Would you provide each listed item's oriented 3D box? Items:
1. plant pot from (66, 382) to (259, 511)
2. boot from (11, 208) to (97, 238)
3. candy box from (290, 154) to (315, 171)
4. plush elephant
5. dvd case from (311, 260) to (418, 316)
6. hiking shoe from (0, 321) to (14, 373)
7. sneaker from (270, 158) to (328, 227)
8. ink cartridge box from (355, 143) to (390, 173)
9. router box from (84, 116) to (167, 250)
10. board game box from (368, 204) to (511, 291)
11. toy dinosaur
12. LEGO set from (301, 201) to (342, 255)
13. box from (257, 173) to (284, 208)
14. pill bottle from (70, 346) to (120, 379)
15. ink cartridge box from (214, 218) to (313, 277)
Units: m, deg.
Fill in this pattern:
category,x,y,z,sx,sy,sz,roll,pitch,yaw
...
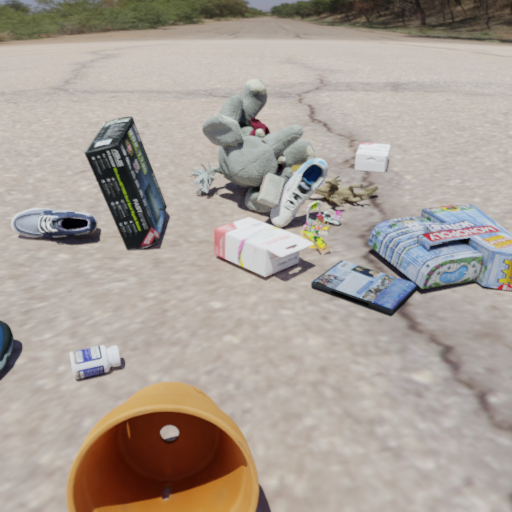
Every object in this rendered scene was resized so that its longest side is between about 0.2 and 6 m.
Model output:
category,x,y,z,sx,sy,sz,roll,pitch,yaw
plant pot,-0.860,1.993,5.468,1.676,1.676,1.173,-3,11,-5
boot,-4.164,-0.691,11.420,1.720,0.626,0.777,-3,2,-8
candy box,0.722,-2.729,15.847,1.661,0.469,0.969,-6,28,-14
plush elephant,0.030,-2.443,13.089,3.185,2.623,2.466,-39,22,-11
dvd case,1.887,0.529,9.778,1.545,0.136,1.103,19,33,32
hiking shoe,-4.072,1.374,7.097,0.901,1.050,2.421,10,29,19
sneaker,0.867,-1.345,11.830,0.618,1.720,0.623,36,9,-2
ink cartridge box,3.323,-2.808,15.955,0.880,0.512,1.208,7,27,14
router box,-2.543,-1.474,11.297,0.692,2.228,1.670,-13,31,5
board game box,3.746,-0.123,10.285,2.421,0.747,2.420,-7,28,-21
toy dinosaur,1.835,-1.514,13.345,2.333,0.679,1.180,7,3,-5
LEGO set,1.285,-0.662,11.590,0.771,0.624,1.676,7,28,14
box,0.308,-1.379,11.801,0.382,0.597,0.325,20,-14,-15
pill bottle,-2.212,1.443,7.712,0.633,0.379,0.379,-10,28,-18
ink cartridge box,0.130,-0.140,10.501,1.705,0.575,0.993,23,32,39
